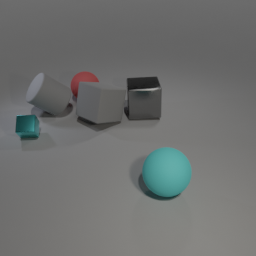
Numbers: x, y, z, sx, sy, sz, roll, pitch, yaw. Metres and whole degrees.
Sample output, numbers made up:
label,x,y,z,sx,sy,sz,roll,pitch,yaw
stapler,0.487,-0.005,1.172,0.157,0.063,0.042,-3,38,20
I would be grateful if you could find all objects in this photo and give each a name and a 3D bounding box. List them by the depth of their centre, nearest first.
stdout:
label,x,y,z,sx,sy,sz,roll,pitch,yaw
ball,1.109,1.255,8.033,1.400,1.400,1.400,0,31,0
cube,-3.832,-0.051,10.718,0.700,0.700,0.700,-3,71,-4
cube,-1.122,-1.071,11.511,1.400,1.400,1.400,22,19,38
cylinder,-3.413,-1.435,12.071,1.400,1.400,1.400,29,13,-37
cube,0.679,-1.326,12.256,1.400,1.400,1.400,-3,31,-1
ball,-2.048,-2.005,13.459,1.400,1.400,1.400,0,31,0
